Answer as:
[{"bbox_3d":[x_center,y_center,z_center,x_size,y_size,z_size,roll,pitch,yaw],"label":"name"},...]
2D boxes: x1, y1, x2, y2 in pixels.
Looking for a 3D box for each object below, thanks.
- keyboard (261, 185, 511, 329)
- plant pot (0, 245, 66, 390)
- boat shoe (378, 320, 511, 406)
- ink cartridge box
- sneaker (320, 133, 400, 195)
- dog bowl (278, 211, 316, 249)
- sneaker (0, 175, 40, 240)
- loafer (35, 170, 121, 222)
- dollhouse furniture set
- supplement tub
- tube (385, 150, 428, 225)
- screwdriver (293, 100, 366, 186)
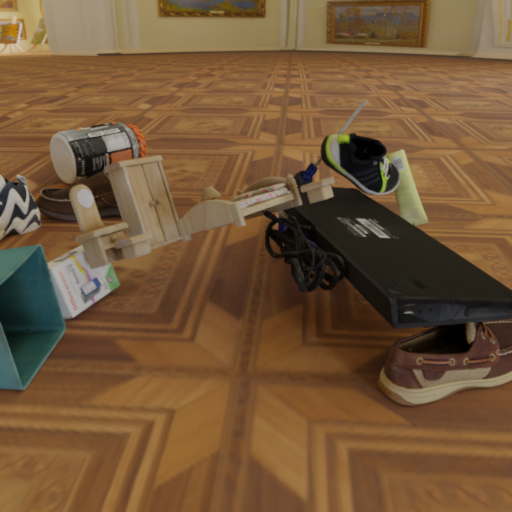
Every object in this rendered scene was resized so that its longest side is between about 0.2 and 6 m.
[{"bbox_3d":[1.409,-0.023,8.794,2.749,1.047,5.282,2,20,-15],"label":"keyboard"},{"bbox_3d":[-3.849,0.814,7.345,1.979,1.399,1.398,-4,25,7],"label":"plant pot"},{"bbox_3d":[2.660,1.121,7.129,2.437,0.877,0.879,-10,28,-21],"label":"boat shoe"},{"bbox_3d":[-2.762,0.365,8.670,0.495,0.822,1.132,-8,19,33],"label":"ink cartridge box"},{"bbox_3d":[2.105,-1.678,10.282,2.112,0.757,0.875,15,-15,-38],"label":"sneaker"},{"bbox_3d":[1.229,-0.589,10.980,1.609,0.634,1.609,1,25,0],"label":"dog bowl"},{"bbox_3d":[-5.227,-0.936,10.824,0.855,1.393,2.141,18,31,35],"label":"sneaker"},{"bbox_3d":[-3.364,-1.432,12.276,2.877,1.021,1.051,-4,26,-9],"label":"loafer"},{"bbox_3d":[-0.847,-1.039,8.324,3.038,1.484,2.591,-12,8,36],"label":"dollhouse furniture set"},{"bbox_3d":[-4.069,-2.718,14.591,1.348,1.348,2.201,23,33,39],"label":"supplement tub"},{"bbox_3d":[2.995,-1.347,11.327,0.400,1.540,0.447,-18,4,-6],"label":"tube"},{"bbox_3d":[1.221,-1.901,10.814,0.435,2.993,0.417,-20,70,-34],"label":"screwdriver"}]
